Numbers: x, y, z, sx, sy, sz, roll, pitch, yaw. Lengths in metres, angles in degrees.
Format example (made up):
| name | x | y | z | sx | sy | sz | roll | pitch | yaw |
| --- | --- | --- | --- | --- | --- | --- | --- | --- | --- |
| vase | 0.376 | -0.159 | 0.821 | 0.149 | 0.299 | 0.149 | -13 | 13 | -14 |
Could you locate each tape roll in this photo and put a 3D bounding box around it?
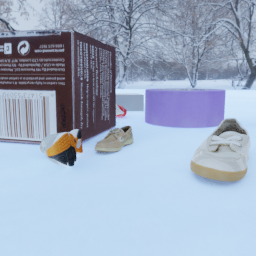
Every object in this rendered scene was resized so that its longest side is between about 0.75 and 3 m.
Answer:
| name | x | y | z | sx | sy | sz | roll | pitch | yaw |
| --- | --- | --- | --- | --- | --- | --- | --- | --- | --- |
| tape roll | 1.913 | -0.766 | 9.587 | 2.678 | 1.138 | 2.678 | 1 | 9 | 0 |

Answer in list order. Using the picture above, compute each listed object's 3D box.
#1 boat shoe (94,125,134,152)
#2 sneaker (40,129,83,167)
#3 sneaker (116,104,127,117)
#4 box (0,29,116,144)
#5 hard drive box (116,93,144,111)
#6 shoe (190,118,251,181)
| name | x | y | z | sx | sy | sz | roll | pitch | yaw |
| --- | --- | --- | --- | --- | --- | --- | --- | --- | --- |
| boat shoe | -0.290 | 0.208 | 5.925 | 0.473 | 0.428 | 1.327 | 4 | 11 | 24 |
| sneaker | -1.261 | 0.369 | 4.915 | 0.715 | 0.588 | 1.554 | -7 | 2 | 2 |
| sneaker | -0.444 | -0.681 | 11.238 | 0.668 | 0.606 | 1.573 | 14 | 8 | -18 |
| box | -1.886 | -1.061 | 7.385 | 2.469 | 2.444 | 2.976 | 3 | 10 | 15 |
| hard drive box | -0.409 | -1.257 | 13.422 | 2.084 | 0.800 | 1.624 | -1 | 10 | -8 |
| shoe | 1.627 | 0.282 | 4.791 | 0.862 | 0.658 | 2.466 | 5 | 11 | 25 |
